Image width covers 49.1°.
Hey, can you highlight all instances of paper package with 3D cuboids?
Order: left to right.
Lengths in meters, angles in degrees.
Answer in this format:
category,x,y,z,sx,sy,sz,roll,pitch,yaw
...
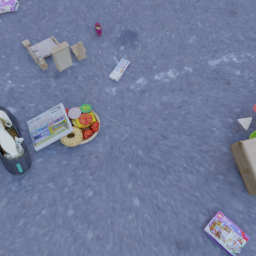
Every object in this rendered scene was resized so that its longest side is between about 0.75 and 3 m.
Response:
category,x,y,z,sx,sy,sz,roll,pitch,yaw
paper package,3.812,0.922,7.617,1.463,0.794,1.535,-16,79,-9

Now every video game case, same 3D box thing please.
category,x,y,z,sx,sy,sz,roll,pitch,yaw
video game case,-2.391,-0.048,8.531,1.256,0.139,1.143,-29,56,0

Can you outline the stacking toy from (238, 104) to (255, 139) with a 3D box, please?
category,x,y,z,sx,sy,sz,roll,pitch,yaw
stacking toy,4.179,-0.045,8.522,1.333,0.622,1.472,-30,80,16

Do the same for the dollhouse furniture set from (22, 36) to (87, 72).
category,x,y,z,sx,sy,sz,roll,pitch,yaw
dollhouse furniture set,-2.703,-3.069,9.972,1.657,0.949,1.943,-33,66,-17

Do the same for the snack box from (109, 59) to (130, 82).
category,x,y,z,sx,sy,sz,roll,pitch,yaw
snack box,-0.286,-2.052,9.882,0.337,0.114,0.936,25,64,13

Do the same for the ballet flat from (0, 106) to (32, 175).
category,x,y,z,sx,sy,sz,roll,pitch,yaw
ballet flat,-3.622,0.135,8.207,0.998,0.998,2.731,-29,65,-15

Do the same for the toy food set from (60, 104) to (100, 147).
category,x,y,z,sx,sy,sz,roll,pitch,yaw
toy food set,-1.558,-0.119,8.687,1.373,0.334,1.359,-23,63,-11

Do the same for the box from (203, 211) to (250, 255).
category,x,y,z,sx,sy,sz,roll,pitch,yaw
box,2.522,2.723,7.197,0.657,0.188,0.960,-41,69,-20

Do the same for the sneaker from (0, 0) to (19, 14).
category,x,y,z,sx,sy,sz,roll,pitch,yaw
sneaker,-4.952,-4.815,11.227,0.730,0.464,1.281,30,65,12

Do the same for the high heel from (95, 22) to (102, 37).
category,x,y,z,sx,sy,sz,roll,pitch,yaw
high heel,-1.130,-3.875,10.746,0.259,0.369,0.768,-14,62,-7
